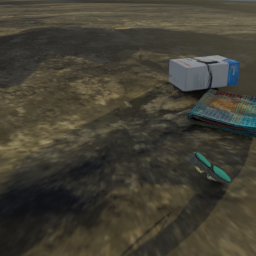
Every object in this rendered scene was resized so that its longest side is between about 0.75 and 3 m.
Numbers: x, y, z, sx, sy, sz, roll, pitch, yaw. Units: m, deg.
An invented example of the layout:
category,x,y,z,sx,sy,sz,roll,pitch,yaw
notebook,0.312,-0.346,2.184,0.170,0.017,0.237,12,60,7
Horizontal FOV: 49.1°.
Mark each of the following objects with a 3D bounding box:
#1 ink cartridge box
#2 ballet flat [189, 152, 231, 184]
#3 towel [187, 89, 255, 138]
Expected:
category,x,y,z,sx,sy,sz,roll,pitch,yaw
ink cartridge box,2.526,-1.895,9.500,1.917,0.803,1.391,-9,26,-13
ballet flat,1.491,0.781,5.177,0.842,0.268,0.284,39,31,4
towel,2.764,-0.533,7.609,1.809,0.268,2.467,15,30,23
